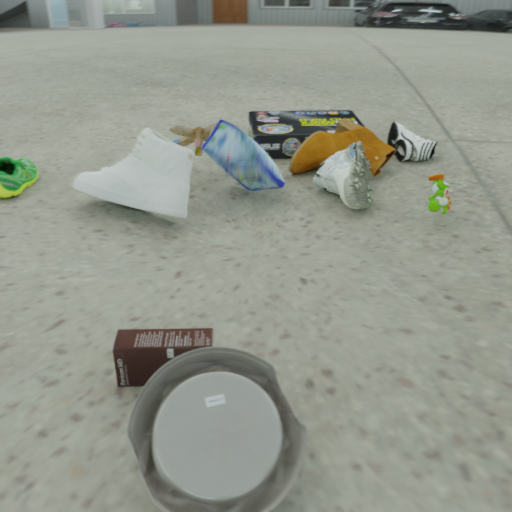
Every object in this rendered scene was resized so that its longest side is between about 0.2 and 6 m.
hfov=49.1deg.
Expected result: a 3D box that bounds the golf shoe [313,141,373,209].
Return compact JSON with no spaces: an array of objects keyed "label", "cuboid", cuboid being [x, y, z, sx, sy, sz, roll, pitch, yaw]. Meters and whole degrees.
[{"label":"golf shoe","cuboid":[2.008,-1.732,13.276,1.361,1.096,2.799,-16,22,19]}]

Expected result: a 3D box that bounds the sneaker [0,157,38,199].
[{"label":"sneaker","cuboid":[-5.911,-2.075,13.737,0.740,0.835,1.998,-3,28,-3]}]

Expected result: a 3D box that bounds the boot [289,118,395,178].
[{"label":"boot","cuboid":[2.305,-2.556,14.666,2.576,0.906,1.844,-38,64,-24]}]

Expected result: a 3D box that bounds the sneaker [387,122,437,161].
[{"label":"sneaker","cuboid":[4.526,-3.225,16.204,1.147,0.752,1.994,6,35,-7]}]

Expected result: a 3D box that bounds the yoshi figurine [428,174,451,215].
[{"label":"yoshi figurine","cuboid":[3.798,-1.279,11.844,0.479,0.856,0.481,-8,4,44]}]

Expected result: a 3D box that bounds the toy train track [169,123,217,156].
[{"label":"toy train track","cuboid":[-1.895,-2.811,14.641,2.952,0.480,1.693,-9,-8,42]}]

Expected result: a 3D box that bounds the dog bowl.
[{"label":"dog bowl","cuboid":[-0.404,1.906,5.901,1.837,0.539,1.837,2,57,-3]}]

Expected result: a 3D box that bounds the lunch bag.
[{"label":"lunch bag","cuboid":[-0.215,-2.221,13.095,1.669,1.063,1.419,31,-1,31]}]

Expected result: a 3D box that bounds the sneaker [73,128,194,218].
[{"label":"sneaker","cuboid":[-2.622,-1.930,12.231,3.018,1.744,1.112,14,5,26]}]

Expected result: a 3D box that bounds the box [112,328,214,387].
[{"label":"box","cuboid":[-1.213,1.357,7.523,1.312,0.657,0.492,-1,28,-1]}]

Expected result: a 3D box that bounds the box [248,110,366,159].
[{"label":"box","cuboid":[1.489,-3.696,16.847,3.356,0.743,2.689,-1,28,-3]}]
